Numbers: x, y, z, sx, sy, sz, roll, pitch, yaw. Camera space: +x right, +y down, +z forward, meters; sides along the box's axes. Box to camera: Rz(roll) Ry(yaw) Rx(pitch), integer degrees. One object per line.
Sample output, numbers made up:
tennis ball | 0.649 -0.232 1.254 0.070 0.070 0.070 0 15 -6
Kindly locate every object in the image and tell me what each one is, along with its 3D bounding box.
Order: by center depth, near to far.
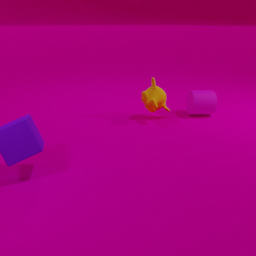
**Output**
cube | -2.201 0.223 5.680 0.727 0.727 0.727 -25 15 -8
monkey head | 0.899 -0.924 8.874 0.761 1.262 0.908 -31 17 -9
cylinder | 2.447 -0.854 9.392 0.805 0.805 0.805 -1 22 -6
